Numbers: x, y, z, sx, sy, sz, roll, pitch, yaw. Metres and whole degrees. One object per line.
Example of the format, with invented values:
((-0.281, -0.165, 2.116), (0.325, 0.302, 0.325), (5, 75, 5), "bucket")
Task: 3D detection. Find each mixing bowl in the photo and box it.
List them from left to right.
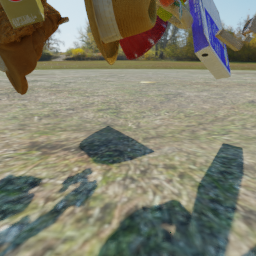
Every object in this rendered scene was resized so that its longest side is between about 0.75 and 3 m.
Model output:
((0.320, -3.624, 10.201), (1.099, 2.029, 2.029), (39, -7, -29), "mixing bowl")

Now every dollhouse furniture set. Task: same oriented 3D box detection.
((2.327, -2.156, 5.390), (0.531, 1.200, 0.622), (35, 12, -4), "dollhouse furniture set")

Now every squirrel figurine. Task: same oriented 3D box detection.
((-2.698, -2.807, 7.550), (1.939, 2.740, 2.557), (37, 58, 0), "squirrel figurine")

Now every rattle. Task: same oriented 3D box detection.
((1.242, -3.076, 6.339), (1.410, 1.285, 1.973), (-37, -4, 11), "rattle")

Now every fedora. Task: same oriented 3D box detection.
((-0.044, -2.079, 4.303), (0.911, 2.233, 2.233), (-3, 14, 9), "fedora")

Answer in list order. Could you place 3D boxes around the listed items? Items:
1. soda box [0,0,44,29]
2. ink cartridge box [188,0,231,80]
((-2.214, -2.944, 5.081), (0.653, 2.041, 0.691), (-16, 45, -2), "soda box")
((2.121, -2.884, 7.706), (0.532, 2.429, 2.452), (-14, -22, 29), "ink cartridge box")
